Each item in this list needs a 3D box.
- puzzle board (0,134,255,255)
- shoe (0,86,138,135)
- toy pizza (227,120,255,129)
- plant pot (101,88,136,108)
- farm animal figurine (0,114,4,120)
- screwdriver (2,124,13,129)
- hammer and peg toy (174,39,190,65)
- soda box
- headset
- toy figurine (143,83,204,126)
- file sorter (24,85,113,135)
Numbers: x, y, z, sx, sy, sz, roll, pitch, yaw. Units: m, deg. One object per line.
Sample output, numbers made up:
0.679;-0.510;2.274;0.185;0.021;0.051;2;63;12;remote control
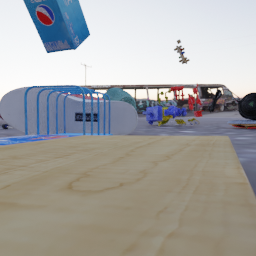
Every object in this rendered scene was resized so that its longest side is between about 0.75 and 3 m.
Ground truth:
-0.396;0.176;1.182;1.622;0.187;2.152;0;2;18;puzzle board
-0.869;-0.192;4.308;1.944;0.694;0.884;5;0;-13;shoe
3.050;-0.083;6.819;1.205;0.191;1.205;-1;3;0;toy pizza
-0.579;-1.769;21.374;2.485;2.485;1.994;-1;12;-29;plant pot
-4.845;-0.702;9.126;1.397;0.870;1.730;10;10;-8;farm animal figurine
-2.689;-0.039;6.281;0.130;0.135;0.930;-4;1;-35;screwdriver
1.825;-2.679;9.810;0.315;0.893;0.657;-25;-4;23;hammer and peg toy
-1.941;-3.376;6.686;0.946;2.947;1.000;0;39;23;soda box
2.972;-0.402;6.845;1.866;0.877;1.152;29;9;17;headset
0.991;-0.630;8.660;1.419;1.249;2.368;-7;4;-26;toy figurine
-0.638;-0.140;3.254;0.702;0.621;1.012;1;2;12;file sorter
